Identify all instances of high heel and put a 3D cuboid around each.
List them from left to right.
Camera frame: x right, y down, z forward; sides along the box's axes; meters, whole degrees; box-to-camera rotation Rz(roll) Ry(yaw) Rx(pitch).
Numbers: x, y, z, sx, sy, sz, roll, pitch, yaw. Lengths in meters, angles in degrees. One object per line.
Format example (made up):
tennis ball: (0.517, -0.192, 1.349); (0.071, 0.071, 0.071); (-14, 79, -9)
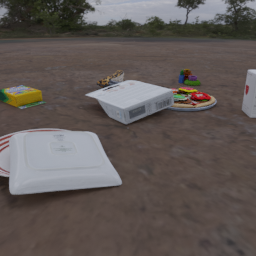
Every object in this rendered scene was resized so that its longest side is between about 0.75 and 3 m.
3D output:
high heel: (-0.997, -2.765, 15.393); (1.558, 0.780, 2.186); (2, 30, -11)

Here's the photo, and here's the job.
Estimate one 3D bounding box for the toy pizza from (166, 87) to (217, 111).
toy pizza: (2.479, -1.414, 12.584); (2.910, 0.461, 2.910); (0, 22, 0)

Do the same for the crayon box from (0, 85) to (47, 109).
crayon box: (-4.760, -1.427, 12.556); (1.999, 0.516, 1.257); (19, 29, 37)

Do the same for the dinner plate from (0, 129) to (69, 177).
dinner plate: (-2.379, 0.673, 7.532); (2.917, 0.354, 2.917); (3, 20, -1)

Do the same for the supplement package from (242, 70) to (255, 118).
supplement package: (5.144, -1.332, 10.797); (1.000, 1.670, 1.012); (1, 21, 2)

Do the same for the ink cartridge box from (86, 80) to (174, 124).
ink cartridge box: (-0.014, -1.177, 11.467); (2.397, 0.708, 2.994); (-24, 28, -29)

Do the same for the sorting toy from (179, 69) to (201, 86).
sorting toy: (3.443, -2.974, 16.031); (1.081, 0.739, 1.800); (-5, 23, -12)

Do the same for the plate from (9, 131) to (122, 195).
plate: (-1.627, 0.646, 6.952); (2.445, 0.396, 2.450); (-1, 27, -23)
